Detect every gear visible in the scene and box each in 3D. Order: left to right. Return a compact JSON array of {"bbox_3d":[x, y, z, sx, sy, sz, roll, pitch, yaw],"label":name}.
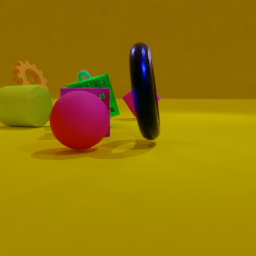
[{"bbox_3d":[-3.533,-1.747,10.189,0.267,1.445,1.445,-27,-5,23],"label":"gear"}]

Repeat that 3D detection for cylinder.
[{"bbox_3d":[-3.290,-0.699,8.861,1.279,1.279,1.279,1,7,21],"label":"cylinder"}]

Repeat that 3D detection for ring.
[{"bbox_3d":[0.354,-0.707,5.541,0.384,1.919,1.919,-7,5,8],"label":"ring"}]

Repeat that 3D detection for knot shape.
[{"bbox_3d":[-1.621,-1.811,11.509,0.601,1.217,1.301,-41,-1,6],"label":"knot shape"}]

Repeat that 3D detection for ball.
[{"bbox_3d":[-0.847,-0.136,4.937,1.037,1.037,1.037,0,6,0],"label":"ball"}]

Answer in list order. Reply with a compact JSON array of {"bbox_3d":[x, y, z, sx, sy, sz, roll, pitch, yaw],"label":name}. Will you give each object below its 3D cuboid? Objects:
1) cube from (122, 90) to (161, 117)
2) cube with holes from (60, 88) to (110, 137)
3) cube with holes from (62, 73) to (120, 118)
[{"bbox_3d":[0.583,-1.261,11.923,1.017,1.017,1.017,-28,11,36],"label":"cube"},{"bbox_3d":[-1.044,-0.418,7.115,1.147,1.147,1.147,-1,7,-5],"label":"cube with holes"},{"bbox_3d":[-1.238,-0.899,9.063,1.331,1.331,1.331,-20,12,-16],"label":"cube with holes"}]
